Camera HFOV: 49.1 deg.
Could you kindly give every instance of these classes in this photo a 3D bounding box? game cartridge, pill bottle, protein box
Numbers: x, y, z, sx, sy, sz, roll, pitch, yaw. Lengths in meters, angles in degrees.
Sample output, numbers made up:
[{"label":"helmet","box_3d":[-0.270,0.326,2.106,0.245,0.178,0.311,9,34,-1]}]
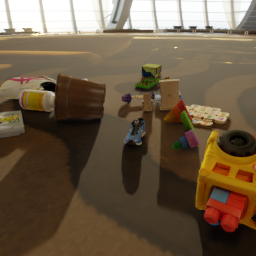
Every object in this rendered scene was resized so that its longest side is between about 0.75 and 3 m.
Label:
[{"label":"game cartridge","box_3d":[-4.605,-0.169,10.489,1.287,0.391,1.931,-13,27,-20]},{"label":"pill bottle","box_3d":[-3.737,-1.176,12.104,1.696,0.884,0.884,7,25,15]},{"label":"protein box","box_3d":[1.533,-3.719,18.143,0.978,0.664,0.985,12,27,26]}]

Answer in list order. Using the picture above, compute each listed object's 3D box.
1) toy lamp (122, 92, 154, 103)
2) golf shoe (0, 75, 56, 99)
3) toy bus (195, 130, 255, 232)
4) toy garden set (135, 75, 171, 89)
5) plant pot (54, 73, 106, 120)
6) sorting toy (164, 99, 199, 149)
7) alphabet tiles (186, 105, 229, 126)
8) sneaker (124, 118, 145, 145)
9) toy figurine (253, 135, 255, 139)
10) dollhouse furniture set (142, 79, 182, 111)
[{"label":"toy lamp","box_3d":[0.470,-1.453,13.292,1.562,0.455,0.455,-7,25,-16]},{"label":"golf shoe","box_3d":[-4.810,-1.991,13.740,2.896,1.051,1.334,-18,30,-35]},{"label":"toy bus","box_3d":[2.530,1.336,5.823,2.326,1.578,2.233,15,41,24]},{"label":"toy garden set","box_3d":[1.544,-2.692,16.154,1.616,0.387,1.938,12,26,25]},{"label":"plant pot","box_3d":[-1.852,-1.143,11.095,1.858,1.877,1.877,6,23,-7]},{"label":"sorting toy","box_3d":[1.781,-0.047,9.948,1.005,1.012,2.919,-25,22,16]},{"label":"alphabet tiles","box_3d":[3.038,-0.597,11.681,2.157,0.157,2.109,13,27,26]},{"label":"sneaker","box_3d":[0.236,0.085,9.475,0.605,0.687,1.541,5,25,11]},{"label":"toy figurine","box_3d":[3.644,0.440,8.614,1.532,0.808,0.918,-5,19,-13]},{"label":"dollhouse furniture set","box_3d":[1.525,-1.660,12.634,1.793,1.240,1.900,-3,20,6]}]
